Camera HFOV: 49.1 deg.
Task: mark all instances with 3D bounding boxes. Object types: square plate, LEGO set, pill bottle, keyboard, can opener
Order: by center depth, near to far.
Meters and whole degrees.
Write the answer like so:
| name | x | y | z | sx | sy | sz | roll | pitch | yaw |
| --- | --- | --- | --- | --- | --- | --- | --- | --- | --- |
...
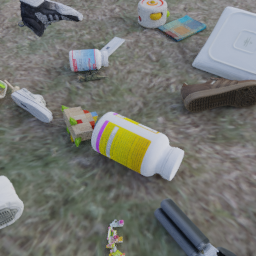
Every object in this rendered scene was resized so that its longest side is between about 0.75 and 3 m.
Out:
| name | x | y | z | sx | sy | sz | roll | pitch | yaw |
| --- | --- | --- | --- | --- | --- | --- | --- | --- | --- |
| LEGO set | -0.204 | 2.429 | 5.818 | 0.499 | 0.404 | 1.085 | -13 | 50 | -11 |
| can opener | 1.464 | 2.402 | 5.847 | 2.203 | 0.580 | 0.732 | 42 | 26 | 29 |
| pill bottle | 0.243 | 0.483 | 7.038 | 2.171 | 1.132 | 1.132 | 25 | 53 | 20 |
| square plate | 4.166 | -2.910 | 9.744 | 2.866 | 0.411 | 2.893 | 27 | 79 | 24 |
| pill bottle | -1.366 | -2.388 | 9.831 | 1.306 | 0.710 | 0.710 | -5 | 49 | -4 |
| keyboard | -0.730 | -3.069 | 10.863 | 0.479 | 0.091 | 1.703 | 20 | 51 | 23 |

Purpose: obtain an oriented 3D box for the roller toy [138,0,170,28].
| name | x | y | z | sx | sy | sz | roll | pitch | yaw |
| --- | --- | --- | --- | --- | --- | --- | --- | --- | --- |
| roller toy | 1.021 | -4.926 | 11.880 | 1.232 | 0.944 | 1.351 | 23 | 53 | 21 |

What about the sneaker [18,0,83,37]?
| name | x | y | z | sx | sy | sz | roll | pitch | yaw |
| --- | --- | --- | --- | --- | --- | --- | --- | --- | --- |
| sneaker | -2.127 | -2.943 | 7.631 | 1.689 | 0.961 | 0.638 | 6 | 25 | -29 |

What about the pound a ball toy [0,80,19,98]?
| name | x | y | z | sx | sy | sz | roll | pitch | yaw |
| --- | --- | --- | --- | --- | --- | --- | --- | --- | --- |
| pound a ball toy | -4.298 | -1.299 | 9.048 | 1.363 | 0.579 | 0.889 | 28 | 16 | 29 |

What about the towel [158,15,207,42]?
| name | x | y | z | sx | sy | sz | roll | pitch | yaw |
| --- | --- | --- | --- | --- | --- | --- | --- | --- | --- |
| towel | 2.291 | -4.225 | 11.790 | 1.729 | 0.188 | 1.268 | -30 | 54 | -23 |

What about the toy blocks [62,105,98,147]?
| name | x | y | z | sx | sy | sz | roll | pitch | yaw |
| --- | --- | --- | --- | --- | --- | --- | --- | --- | --- |
| toy blocks | -1.244 | -0.157 | 8.018 | 0.928 | 0.679 | 1.358 | -13 | 50 | -26 |

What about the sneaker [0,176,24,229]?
| name | x | y | z | sx | sy | sz | roll | pitch | yaw |
| --- | --- | --- | --- | --- | --- | --- | --- | --- | --- |
| sneaker | -3.717 | 1.842 | 6.083 | 2.613 | 1.018 | 1.298 | -16 | 44 | -25 |

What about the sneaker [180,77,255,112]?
| name | x | y | z | sx | sy | sz | roll | pitch | yaw |
| --- | --- | --- | --- | --- | --- | --- | --- | --- | --- |
| sneaker | 2.990 | -1.232 | 8.643 | 2.766 | 0.974 | 1.045 | -7 | 49 | -7 |

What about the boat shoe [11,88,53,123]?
| name | x | y | z | sx | sy | sz | roll | pitch | yaw |
| --- | --- | --- | --- | --- | --- | --- | --- | --- | --- |
| boat shoe | -2.806 | -0.742 | 8.498 | 1.730 | 0.622 | 0.568 | 26 | 58 | 31 |

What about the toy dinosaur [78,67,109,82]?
| name | x | y | z | sx | sy | sz | roll | pitch | yaw |
| --- | --- | --- | --- | --- | --- | --- | --- | --- | --- |
| toy dinosaur | -1.205 | -1.830 | 9.662 | 1.059 | 0.251 | 0.467 | -7 | 64 | -6 |
